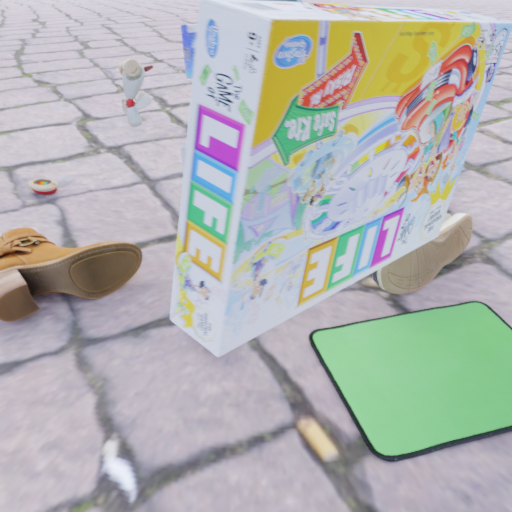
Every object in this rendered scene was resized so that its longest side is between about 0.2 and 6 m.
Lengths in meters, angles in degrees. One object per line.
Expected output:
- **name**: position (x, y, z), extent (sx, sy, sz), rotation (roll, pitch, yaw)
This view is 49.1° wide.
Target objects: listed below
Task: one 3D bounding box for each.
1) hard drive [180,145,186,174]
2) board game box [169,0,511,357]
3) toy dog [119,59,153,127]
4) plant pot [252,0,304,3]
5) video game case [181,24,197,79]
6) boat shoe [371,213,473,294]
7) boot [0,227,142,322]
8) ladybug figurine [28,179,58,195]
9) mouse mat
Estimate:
- **hard drive**: position (-0.881, -1.398, 9.192), extent (0.634, 0.962, 0.128), rotation (0, 49, 0)
- **board game box**: position (1.128, -1.094, 6.193), extent (0.769, 3.022, 4.496), rotation (32, 37, 32)
- **toy dog**: position (-1.993, -2.835, 9.572), extent (0.546, 1.134, 0.748), rotation (-10, 42, -19)
- **plant pot**: position (0.445, -2.661, 8.117), extent (1.244, 1.847, 1.847), rotation (10, 19, -42)
- **video game case**: position (-0.908, -3.596, 9.795), extent (0.792, 0.874, 0.199), rotation (-24, 30, -39)
- **boat shoe**: position (2.709, -0.120, 9.481), extent (2.545, 0.915, 0.825), rotation (-28, 30, -33)
- **boot**: position (-3.329, 0.073, 9.221), extent (2.497, 0.957, 1.938), rotation (-27, 38, -23)
- **ladybug figurine**: position (-4.626, -1.499, 12.232), extent (0.698, 0.251, 0.473), rotation (11, 34, 18)
- **mouse mat**: position (2.450, 1.508, 7.534), extent (2.993, 0.113, 2.409), rotation (-9, 33, -13)
